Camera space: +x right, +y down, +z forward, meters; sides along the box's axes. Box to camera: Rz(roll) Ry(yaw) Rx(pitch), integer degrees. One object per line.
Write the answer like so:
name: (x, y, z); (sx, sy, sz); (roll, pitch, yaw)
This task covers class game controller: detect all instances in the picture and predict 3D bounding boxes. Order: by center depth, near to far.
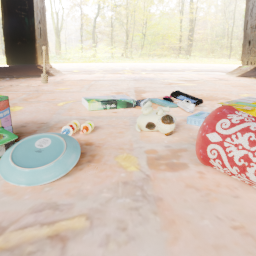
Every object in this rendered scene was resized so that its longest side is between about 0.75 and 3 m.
game controller: (3.031, -1.534, 14.442); (1.697, 0.357, 0.885); (17, -3, -15)

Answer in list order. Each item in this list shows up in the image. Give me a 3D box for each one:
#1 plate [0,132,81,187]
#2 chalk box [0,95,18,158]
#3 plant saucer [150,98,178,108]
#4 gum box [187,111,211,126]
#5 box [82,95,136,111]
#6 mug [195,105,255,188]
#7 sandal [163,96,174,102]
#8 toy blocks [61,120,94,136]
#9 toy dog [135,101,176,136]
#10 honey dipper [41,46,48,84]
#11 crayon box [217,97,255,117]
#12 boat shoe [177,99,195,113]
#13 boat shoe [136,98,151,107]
plate: (-2.389, 0.685, 7.563); (2.189, 0.280, 2.189); (-4, 36, 3)
chalk box: (-4.669, 0.015, 8.203); (2.995, 1.856, 1.869); (7, 19, 24)
plant saucer: (1.933, -1.414, 15.716); (0.740, 0.201, 2.117); (-4, 16, -28)
gum box: (3.545, -0.344, 11.962); (1.594, 0.355, 1.354); (14, 22, 38)
box: (-1.091, -1.417, 15.306); (2.600, 0.473, 1.877); (-7, 18, -18)
mug: (3.390, 0.566, 6.746); (2.331, 1.752, 2.626); (-12, 24, -29)
sandal: (2.355, -1.793, 16.703); (0.629, 0.377, 1.674); (0, 17, -1)
toy blocks: (-1.906, 0.064, 10.487); (1.014, 0.442, 1.217); (3, 17, 10)
toy dog: (1.138, -0.288, 10.703); (1.508, 1.052, 1.462); (17, 35, 42)
honey dipper: (-3.911, -2.953, 13.096); (0.339, 1.785, 0.339); (6, 31, -4)
crayon box: (5.638, -0.887, 13.170); (2.699, 0.696, 1.697); (-12, 20, -36)
boat shoe: (2.983, -1.209, 14.307); (0.566, 0.517, 1.573); (17, 15, -12)
boat shoe: (0.829, -1.458, 15.526); (0.522, 0.407, 1.150); (14, 23, 26)
